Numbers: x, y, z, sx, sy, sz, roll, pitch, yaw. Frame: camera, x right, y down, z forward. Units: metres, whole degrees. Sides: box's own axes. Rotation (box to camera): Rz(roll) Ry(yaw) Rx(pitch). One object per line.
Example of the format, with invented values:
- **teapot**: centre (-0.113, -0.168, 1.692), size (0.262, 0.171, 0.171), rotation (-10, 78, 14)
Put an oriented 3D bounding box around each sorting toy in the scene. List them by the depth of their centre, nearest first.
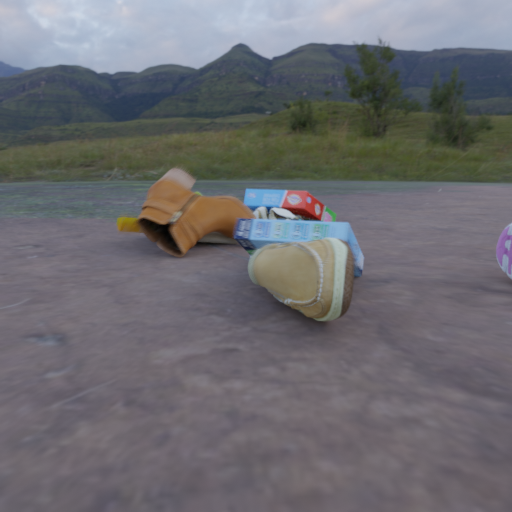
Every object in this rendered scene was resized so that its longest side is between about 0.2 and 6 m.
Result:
- **sorting toy**: centre (-2.045, -0.625, 13.744), size (2.828, 0.379, 2.107), rotation (3, 12, -24)

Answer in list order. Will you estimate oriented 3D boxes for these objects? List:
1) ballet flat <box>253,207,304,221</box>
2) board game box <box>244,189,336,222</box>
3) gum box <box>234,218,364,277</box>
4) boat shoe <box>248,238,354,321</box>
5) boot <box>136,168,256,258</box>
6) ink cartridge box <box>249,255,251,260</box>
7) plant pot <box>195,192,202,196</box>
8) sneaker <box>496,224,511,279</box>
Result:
- **ballet flat**: centre (0.351, -0.894, 14.498), size (2.253, 0.811, 0.811), rotation (9, 13, 41)
- **board game box**: centre (0.980, -1.283, 15.555), size (1.795, 0.473, 2.345), rotation (6, -8, 28)
- **gum box**: centre (0.762, -0.129, 9.384), size (1.831, 0.408, 1.556), rotation (3, -19, 21)
- **boat shoe**: centre (0.434, 0.247, 7.361), size (1.103, 1.038, 2.896), rotation (9, -2, -8)
- **boot**: centre (-1.205, -0.681, 12.195), size (2.653, 1.017, 2.060), rotation (37, 36, -14)
- **ink cartridge box**: centre (0.485, -0.112, 10.996), size (0.879, 0.500, 1.206), rotation (4, 11, 23)
- **plant pot**: centre (-2.026, -1.144, 15.907), size (1.139, 1.066, 1.066), rotation (-21, 17, -20)
- **sneaker**: centre (5.064, 0.113, 8.615), size (1.165, 1.060, 2.635), rotation (1, 12, -36)
